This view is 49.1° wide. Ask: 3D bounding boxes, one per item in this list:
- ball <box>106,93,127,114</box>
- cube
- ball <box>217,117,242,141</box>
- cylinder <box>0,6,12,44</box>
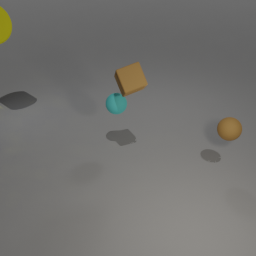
[{"bbox_3d":[-0.380,-0.792,9.117,0.700,0.700,0.700,0,31,0],"label":"ball"},{"bbox_3d":[0.071,-1.378,8.026,0.700,0.700,0.700,-22,0,-7],"label":"cube"},{"bbox_3d":[2.990,0.028,8.254,0.700,0.700,0.700,0,31,0],"label":"ball"},{"bbox_3d":[-5.062,-3.637,9.992,1.400,1.400,1.400,-24,23,-34],"label":"cylinder"}]
